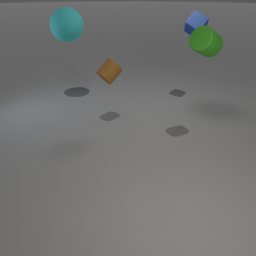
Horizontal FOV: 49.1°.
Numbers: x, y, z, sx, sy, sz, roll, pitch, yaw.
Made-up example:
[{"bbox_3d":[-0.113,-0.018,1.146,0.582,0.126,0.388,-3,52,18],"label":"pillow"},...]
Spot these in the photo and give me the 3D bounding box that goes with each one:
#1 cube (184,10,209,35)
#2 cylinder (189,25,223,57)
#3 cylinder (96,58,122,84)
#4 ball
[{"bbox_3d":[2.855,-4.321,11.742,0.700,0.700,0.700,38,-4,12],"label":"cube"},{"bbox_3d":[2.177,-2.398,7.805,0.700,0.700,0.700,27,14,41],"label":"cylinder"},{"bbox_3d":[-0.689,-2.094,10.357,0.700,0.700,0.700,-50,41,-2],"label":"cylinder"},{"bbox_3d":[-2.599,-4.376,11.898,1.400,1.400,1.400,0,28,0],"label":"ball"}]
